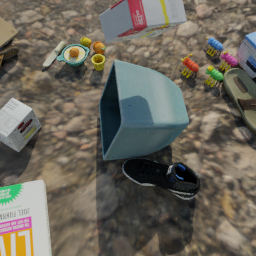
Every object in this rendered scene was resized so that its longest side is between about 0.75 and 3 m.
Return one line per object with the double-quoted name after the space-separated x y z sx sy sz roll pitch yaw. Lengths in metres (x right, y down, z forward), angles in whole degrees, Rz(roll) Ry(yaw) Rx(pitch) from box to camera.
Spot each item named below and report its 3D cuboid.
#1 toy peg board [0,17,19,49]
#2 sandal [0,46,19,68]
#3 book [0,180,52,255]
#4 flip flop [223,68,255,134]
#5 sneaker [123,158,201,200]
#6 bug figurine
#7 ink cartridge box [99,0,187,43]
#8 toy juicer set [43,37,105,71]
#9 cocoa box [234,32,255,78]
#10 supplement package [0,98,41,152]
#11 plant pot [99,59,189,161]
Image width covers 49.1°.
-4.582 -3.121 9.553 1.203 0.591 1.208 39 68 2 "toy peg board"
-4.107 -2.172 9.039 1.413 0.578 0.386 -36 88 -26 "sandal"
-2.679 2.696 6.264 1.857 0.668 2.780 -11 60 -10 "book"
3.732 -0.786 8.032 1.104 0.784 2.723 -20 63 -11 "flip flop"
0.822 1.040 6.834 1.985 1.110 0.725 18 62 10 "sneaker"
2.673 -2.184 8.987 1.474 0.489 1.901 41 68 20 "bug figurine"
0.302 -2.111 5.428 1.365 0.991 0.569 -20 100 -32 "ink cartridge box"
-1.702 -2.560 9.160 2.037 0.554 1.296 4 61 3 "toy juicer set"
4.356 -2.437 8.787 1.505 0.988 1.004 -23 63 -16 "cocoa box"
-3.023 -0.068 7.549 0.721 0.938 0.981 27 64 14 "supplement package"
0.415 -0.341 7.267 1.932 1.892 1.897 3 59 -18 "plant pot"
